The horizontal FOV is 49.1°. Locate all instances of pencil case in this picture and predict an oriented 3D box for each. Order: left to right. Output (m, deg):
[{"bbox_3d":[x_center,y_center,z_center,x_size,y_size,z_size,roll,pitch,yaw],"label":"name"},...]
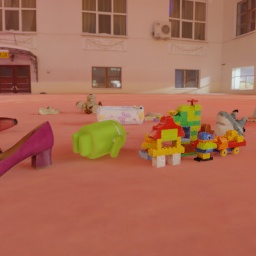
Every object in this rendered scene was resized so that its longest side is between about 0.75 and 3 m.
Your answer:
[{"bbox_3d":[-0.339,-0.579,12.497,2.126,0.884,0.965,-2,-19,-5],"label":"pencil case"}]

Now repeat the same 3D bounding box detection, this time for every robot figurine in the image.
[{"bbox_3d":[-0.665,0.259,7.015,1.443,0.835,1.266,-17,19,-40],"label":"robot figurine"}]

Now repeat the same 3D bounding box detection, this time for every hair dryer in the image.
[{"bbox_3d":[-5.063,0.048,10.136,2.080,0.565,1.585,-19,20,-23],"label":"hair dryer"}]

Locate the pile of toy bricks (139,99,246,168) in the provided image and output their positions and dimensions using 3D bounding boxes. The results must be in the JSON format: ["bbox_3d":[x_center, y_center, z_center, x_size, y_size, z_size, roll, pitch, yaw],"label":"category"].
[{"bbox_3d":[1.570,-0.017,7.229,2.930,1.447,1.626,-5,10,-27],"label":"pile of toy bricks"}]

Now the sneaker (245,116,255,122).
[{"bbox_3d":[6.098,-0.420,13.416,0.925,0.362,0.357,10,-9,15],"label":"sneaker"}]

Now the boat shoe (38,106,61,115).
[{"bbox_3d":[-4.795,-1.100,17.199,1.459,0.474,0.526,-8,12,-42],"label":"boat shoe"}]

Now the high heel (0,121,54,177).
[{"bbox_3d":[-2.529,0.444,5.664,0.722,1.029,2.141,9,13,44],"label":"high heel"}]

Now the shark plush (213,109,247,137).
[{"bbox_3d":[3.591,-0.126,9.256,2.475,1.031,1.124,-7,11,-38],"label":"shark plush"}]

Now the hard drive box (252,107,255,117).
[{"bbox_3d":[6.571,-0.728,12.496,1.628,0.802,2.089,23,19,24],"label":"hard drive box"}]

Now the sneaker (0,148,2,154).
[{"bbox_3d":[-3.618,0.343,6.985,0.606,0.838,1.715,-5,11,-42],"label":"sneaker"}]

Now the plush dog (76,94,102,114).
[{"bbox_3d":[-2.299,-1.262,17.325,1.476,1.184,1.267,-36,40,-23],"label":"plush dog"}]

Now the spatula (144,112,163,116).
[{"bbox_3d":[1.039,-0.805,15.561,2.122,0.170,1.476,8,3,32],"label":"spatula"}]

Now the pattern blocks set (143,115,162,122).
[{"bbox_3d":[0.893,-0.548,14.676,1.947,0.180,2.215,-3,9,-19],"label":"pattern blocks set"}]
